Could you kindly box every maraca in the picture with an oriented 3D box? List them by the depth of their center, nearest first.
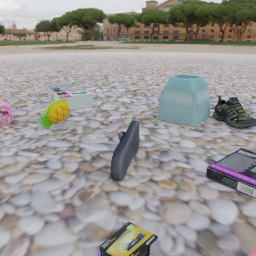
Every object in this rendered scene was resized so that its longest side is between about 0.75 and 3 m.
[{"bbox_3d":[-2.699,-0.508,10.295,0.712,0.912,1.330,31,66,29],"label":"maraca"}]

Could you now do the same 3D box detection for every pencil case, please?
[{"bbox_3d":[-5.404,-0.751,11.784,0.891,0.931,2.153,32,1,-32],"label":"pencil case"}]

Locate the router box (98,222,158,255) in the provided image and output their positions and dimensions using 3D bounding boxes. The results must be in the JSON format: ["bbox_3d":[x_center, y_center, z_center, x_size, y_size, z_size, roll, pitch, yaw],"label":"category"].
[{"bbox_3d":[0.016,2.030,4.806,0.669,0.222,0.850,14,24,35],"label":"router box"}]

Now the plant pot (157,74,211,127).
[{"bbox_3d":[2.416,-1.292,11.876,1.792,1.825,1.787,14,24,34],"label":"plant pot"}]

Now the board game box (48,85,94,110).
[{"bbox_3d":[-2.978,-1.587,14.353,1.730,0.754,2.345,-9,21,-26],"label":"board game box"}]

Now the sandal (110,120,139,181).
[{"bbox_3d":[-0.121,0.473,8.006,0.585,1.039,2.733,6,20,13],"label":"sandal"}]

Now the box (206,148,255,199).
[{"bbox_3d":[3.144,1.096,7.318,1.893,0.342,1.353,-18,27,-39],"label":"box"}]

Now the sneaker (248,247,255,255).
[{"bbox_3d":[1.524,1.987,3.344,2.947,1.278,1.086,-15,24,-35],"label":"sneaker"}]

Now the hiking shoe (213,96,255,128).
[{"bbox_3d":[4.261,-0.671,11.228,0.800,1.064,2.114,-11,22,-28],"label":"hiking shoe"}]
